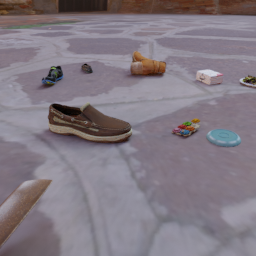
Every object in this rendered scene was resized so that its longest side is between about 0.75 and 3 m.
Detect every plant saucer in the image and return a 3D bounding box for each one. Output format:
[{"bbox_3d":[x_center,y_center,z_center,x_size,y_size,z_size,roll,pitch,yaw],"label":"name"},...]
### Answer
[{"bbox_3d":[2.253,0.207,6.595,0.795,0.109,0.795,0,27,0],"label":"plant saucer"},{"bbox_3d":[-1.430,1.109,3.089,0.276,1.510,1.510,39,28,-7],"label":"plant saucer"}]

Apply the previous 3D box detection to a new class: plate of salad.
[{"bbox_3d":[4.780,-1.773,10.451,1.137,0.273,1.137,-1,26,0],"label":"plate of salad"}]

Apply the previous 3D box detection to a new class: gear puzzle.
[{"bbox_3d":[1.532,-0.062,7.001,0.488,0.123,0.942,15,33,42],"label":"gear puzzle"}]

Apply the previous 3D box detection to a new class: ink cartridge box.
[{"bbox_3d":[3.116,-1.958,10.729,0.617,0.359,0.847,-11,30,-22],"label":"ink cartridge box"}]

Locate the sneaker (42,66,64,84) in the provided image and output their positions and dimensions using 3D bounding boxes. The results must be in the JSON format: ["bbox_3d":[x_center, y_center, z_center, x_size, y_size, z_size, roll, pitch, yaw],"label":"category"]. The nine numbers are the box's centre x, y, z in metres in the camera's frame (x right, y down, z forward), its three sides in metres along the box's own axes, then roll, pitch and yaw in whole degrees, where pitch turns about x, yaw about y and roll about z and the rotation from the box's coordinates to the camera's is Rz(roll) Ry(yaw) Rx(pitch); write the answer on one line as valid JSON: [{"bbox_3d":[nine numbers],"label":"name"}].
[{"bbox_3d":[-2.873,-2.015,10.578,0.504,0.590,1.423,4,26,11],"label":"sneaker"}]

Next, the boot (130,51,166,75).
[{"bbox_3d":[0.905,-2.815,12.037,1.479,0.730,1.905,1,27,5],"label":"boot"}]

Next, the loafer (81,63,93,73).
[{"bbox_3d":[-1.775,-2.668,12.202,0.384,0.336,1.069,-11,28,-22],"label":"loafer"}]

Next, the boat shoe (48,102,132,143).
[{"bbox_3d":[-0.951,-0.197,6.630,2.137,0.790,0.789,6,27,12],"label":"boat shoe"}]
